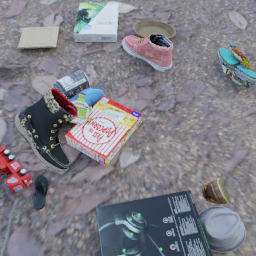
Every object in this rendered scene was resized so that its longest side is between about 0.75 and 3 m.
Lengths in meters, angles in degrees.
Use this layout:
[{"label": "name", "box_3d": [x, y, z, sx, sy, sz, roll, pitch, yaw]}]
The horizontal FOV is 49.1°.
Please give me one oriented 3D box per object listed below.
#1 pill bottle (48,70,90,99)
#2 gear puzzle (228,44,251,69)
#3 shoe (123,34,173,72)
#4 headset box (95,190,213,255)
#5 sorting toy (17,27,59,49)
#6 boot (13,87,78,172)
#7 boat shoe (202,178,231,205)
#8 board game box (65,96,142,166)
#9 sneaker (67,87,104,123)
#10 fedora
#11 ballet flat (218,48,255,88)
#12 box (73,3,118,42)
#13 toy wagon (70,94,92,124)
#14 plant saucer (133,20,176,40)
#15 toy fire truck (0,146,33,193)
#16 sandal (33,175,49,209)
[{"label": "pill bottle", "box_3d": [-2.418, -1.652, 11.337, 1.596, 0.848, 0.848, -33, 59, -23]}, {"label": "gear puzzle", "box_3d": [4.959, -3.123, 12.230, 1.027, 0.260, 1.984, 32, 32, -17]}, {"label": "shoe", "box_3d": [0.877, -3.796, 12.697, 1.035, 1.318, 2.897, -37, 61, -25]}, {"label": "headset box", "box_3d": [0.554, 3.209, 7.261, 2.843, 1.319, 2.475, -9, 53, -7]}, {"label": "sorting toy", "box_3d": [-4.382, -4.428, 13.853, 1.795, 0.354, 1.939, -3, 48, -2]}, {"label": "boot", "box_3d": [-1.657, 0.053, 6.439, 1.752, 1.319, 0.641, 52, 23, -1]}, {"label": "boat shoe", "box_3d": [1.674, 1.270, 5.403, 0.453, 1.342, 0.483, -22, 73, 10]}, {"label": "board game box", "box_3d": [-0.840, 0.039, 10.213, 1.761, 0.538, 2.325, 27, 57, 19]}, {"label": "sneaker", "box_3d": [-1.906, -0.719, 10.670, 2.486, 0.819, 0.975, -28, 60, -18]}, {"label": "fedora", "box_3d": [2.696, 2.785, 8.003, 1.508, 0.681, 1.334, -13, 53, -10]}, {"label": "ballet flat", "box_3d": [4.546, -2.507, 12.033, 0.837, 0.837, 2.328, -22, 54, -16]}, {"label": "box", "box_3d": [-1.593, -5.529, 14.544, 2.117, 0.533, 2.933, 1, 51, 0]}, {"label": "toy wagon", "box_3d": [-1.756, -0.686, 10.129, 0.884, 0.226, 1.140, 11, 60, -10]}, {"label": "plant saucer", "box_3d": [1.298, -4.786, 13.933, 2.143, 0.316, 2.143, 3, 43, -3]}, {"label": "toy fire truck", "box_3d": [-4.368, 1.438, 9.126, 1.603, 0.554, 2.273, -38, 62, -25]}, {"label": "sandal", "box_3d": [-2.770, 1.979, 8.880, 0.438, 0.279, 1.165, -6, 52, -5]}]
